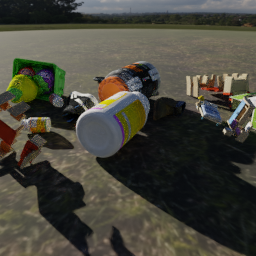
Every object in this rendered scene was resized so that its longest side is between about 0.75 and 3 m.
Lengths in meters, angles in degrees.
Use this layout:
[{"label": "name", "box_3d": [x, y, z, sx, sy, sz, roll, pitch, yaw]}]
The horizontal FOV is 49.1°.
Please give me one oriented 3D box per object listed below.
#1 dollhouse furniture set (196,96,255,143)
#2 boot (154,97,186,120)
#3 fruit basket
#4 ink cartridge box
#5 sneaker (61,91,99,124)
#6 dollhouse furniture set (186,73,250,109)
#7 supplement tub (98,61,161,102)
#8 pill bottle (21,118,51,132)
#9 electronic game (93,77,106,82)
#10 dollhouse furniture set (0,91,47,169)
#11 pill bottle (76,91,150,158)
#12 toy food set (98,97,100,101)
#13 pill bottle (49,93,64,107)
[{"label": "dollhouse furniture set", "box_3d": [3.056, -0.561, 8.883, 1.561, 1.019, 1.474, 22, 27, -5]}, {"label": "boot", "box_3d": [1.649, -0.789, 11.039, 1.006, 0.775, 2.076, 6, 23, 19]}, {"label": "fruit basket", "box_3d": [-4.510, -2.134, 12.926, 2.763, 1.993, 2.763, 8, 10, -1]}, {"label": "ink cartridge box", "box_3d": [5.233, -0.578, 10.415, 1.774, 0.909, 2.400, -12, 26, -23]}, {"label": "sneaker", "box_3d": [-2.192, -0.773, 10.941, 1.271, 0.830, 2.271, -42, 24, -24]}, {"label": "dollhouse furniture set", "box_3d": [4.385, -1.757, 13.024, 2.637, 1.358, 2.608, -6, 14, -13]}, {"label": "supplement tub", "box_3d": [0.090, -1.786, 12.046, 1.747, 1.747, 2.851, 13, 28, 27]}, {"label": "pill bottle", "box_3d": [-3.222, -0.103, 9.826, 0.922, 0.512, 0.512, -1, 24, -2]}, {"label": "electronic game", "box_3d": [-1.517, -2.775, 16.059, 0.974, 0.203, 0.974, 5, 18, -2]}, {"label": "dollhouse furniture set", "box_3d": [-3.315, 0.217, 7.848, 1.808, 1.828, 0.942, 36, 33, 2]}, {"label": "pill bottle", "box_3d": [-0.298, -0.297, 9.077, 1.488, 1.488, 2.855, 12, 27, 24]}, {"label": "toy food set", "box_3d": [-0.894, -1.474, 13.117, 0.935, 0.283, 0.671, 0, 24, 0]}, {"label": "pill bottle", "box_3d": [-3.137, -1.199, 12.302, 0.460, 0.460, 0.820, -14, 29, -28]}]
